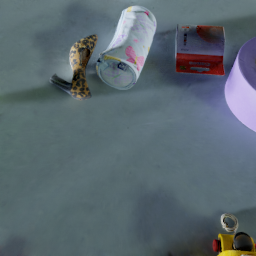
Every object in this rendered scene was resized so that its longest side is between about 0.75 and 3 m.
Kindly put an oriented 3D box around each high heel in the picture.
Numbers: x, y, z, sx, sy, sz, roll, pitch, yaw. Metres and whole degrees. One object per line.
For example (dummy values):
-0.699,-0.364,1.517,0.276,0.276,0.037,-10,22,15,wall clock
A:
-1.086,-1.703,7.831,1.426,0.714,2.000,30,77,26,high heel

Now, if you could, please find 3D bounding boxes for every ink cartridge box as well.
2.196,-2.435,8.554,1.490,0.461,1.837,5,54,4,ink cartridge box

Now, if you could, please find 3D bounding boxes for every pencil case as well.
0.002,-2.357,8.077,1.206,1.105,2.658,26,57,-8,pencil case

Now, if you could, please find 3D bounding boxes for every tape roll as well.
4.055,-1.128,7.233,2.765,1.175,2.765,0,56,-1,tape roll

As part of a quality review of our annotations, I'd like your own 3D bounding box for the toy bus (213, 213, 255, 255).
2.050,2.473,4.991,1.582,0.866,1.677,-34,63,-21,toy bus
